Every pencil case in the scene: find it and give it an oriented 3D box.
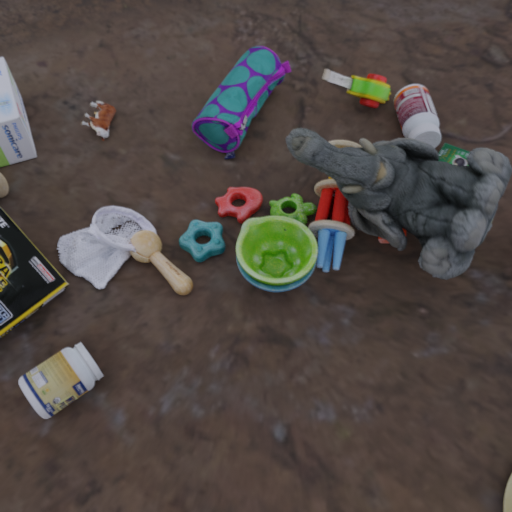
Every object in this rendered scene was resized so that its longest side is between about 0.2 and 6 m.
[{"bbox_3d":[-0.290,-3.229,11.585,1.147,1.056,2.481,9,55,31],"label":"pencil case"}]

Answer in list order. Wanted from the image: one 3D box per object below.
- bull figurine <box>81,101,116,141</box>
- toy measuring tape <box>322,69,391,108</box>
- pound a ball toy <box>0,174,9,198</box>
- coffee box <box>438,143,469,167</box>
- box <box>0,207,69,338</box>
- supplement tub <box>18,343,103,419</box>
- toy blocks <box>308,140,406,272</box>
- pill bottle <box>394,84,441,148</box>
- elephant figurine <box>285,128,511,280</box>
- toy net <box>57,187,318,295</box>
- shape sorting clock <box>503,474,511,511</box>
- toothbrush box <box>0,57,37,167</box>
[{"bbox_3d":[-3.290,-2.851,11.749,0.603,0.323,0.993,23,50,-16],"label":"bull figurine"},{"bbox_3d":[2.213,-3.496,11.597,1.964,0.723,0.723,2,47,-44],"label":"toy measuring tape"},{"bbox_3d":[-5.779,-0.463,9.634,1.984,1.292,3.042,2,58,1],"label":"pound a ball toy"},{"bbox_3d":[4.098,-1.820,11.139,1.034,0.227,0.636,25,60,19],"label":"coffee box"},{"bbox_3d":[-4.506,0.196,9.025,1.804,0.557,2.259,-42,94,-27],"label":"box"},{"bbox_3d":[-2.919,1.856,8.430,1.041,0.751,0.751,-34,63,-20],"label":"supplement tub"},{"bbox_3d":[1.944,-0.751,10.092,1.937,0.844,2.324,12,74,-7],"label":"toy blocks"},{"bbox_3d":[3.324,-2.822,11.510,0.736,0.736,1.344,-3,57,-2],"label":"pill bottle"},{"bbox_3d":[2.298,-1.155,9.177,3.115,2.417,2.204,24,55,22],"label":"elephant figurine"},{"bbox_3d":[-1.247,-0.480,9.867,4.627,0.894,2.427,4,59,3],"label":"toy net"},{"bbox_3d":[4.583,3.638,7.414,2.468,0.484,2.468,-3,57,4],"label":"shape sorting clock"},{"bbox_3d":[-6.031,-2.621,11.142,2.686,1.156,1.956,-18,59,-13],"label":"toothbrush box"}]
